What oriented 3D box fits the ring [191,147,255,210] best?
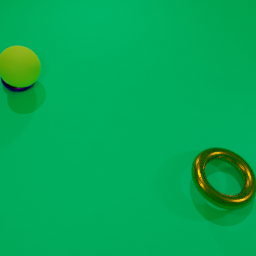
[{"bbox_3d":[2.455,1.242,7.156,1.721,0.344,1.721,6,53,-8],"label":"ring"}]

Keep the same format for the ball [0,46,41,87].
[{"bbox_3d":[-3.312,-1.868,8.557,1.235,1.235,1.235,0,58,0],"label":"ball"}]

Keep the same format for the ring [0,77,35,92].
[{"bbox_3d":[-3.604,-1.677,9.208,1.106,0.221,1.106,3,68,-7],"label":"ring"}]
